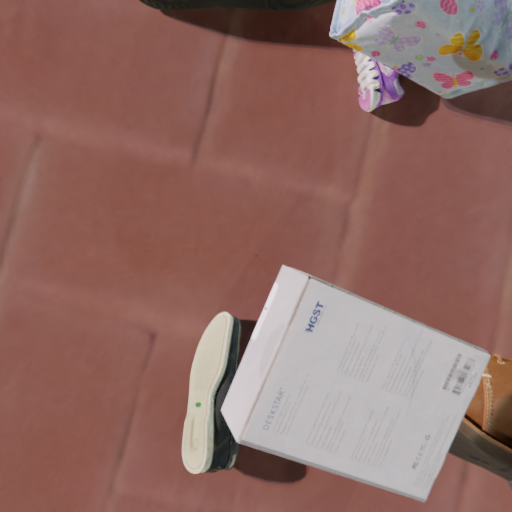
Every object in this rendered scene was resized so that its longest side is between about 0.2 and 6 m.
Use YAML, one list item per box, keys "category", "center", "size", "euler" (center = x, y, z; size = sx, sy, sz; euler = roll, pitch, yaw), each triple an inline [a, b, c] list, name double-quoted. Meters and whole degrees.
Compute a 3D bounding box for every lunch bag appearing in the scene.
- category: "lunch bag"
  center: [2.527, -3.917, 7.458]
  size: [2.348, 1.760, 2.769]
  euler: [18, 80, -27]

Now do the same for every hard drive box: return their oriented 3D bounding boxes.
- category: "hard drive box"
  center: [0.661, 0.855, 3.791]
  size: [1.438, 0.552, 1.121]
  euler: [24, 90, -16]

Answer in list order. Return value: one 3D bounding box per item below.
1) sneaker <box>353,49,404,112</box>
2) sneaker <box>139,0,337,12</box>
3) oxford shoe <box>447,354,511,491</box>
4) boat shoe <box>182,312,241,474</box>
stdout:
- category: "sneaker"
  center: [1.853, -2.920, 8.319]
  size: [0.674, 0.613, 1.524]
  euler: [-5, 89, -7]
- category: "sneaker"
  center: [-0.131, -4.606, 8.093]
  size: [3.305, 1.263, 1.893]
  euler: [4, 91, 6]
- category: "oxford shoe"
  center: [2.326, 1.456, 5.644]
  size: [3.571, 1.274, 1.273]
  euler: [32, 76, 8]
- category: "boat shoe"
  center: [-0.492, 1.898, 7.875]
  size: [0.738, 0.783, 2.182]
  euler: [15, 76, -35]
